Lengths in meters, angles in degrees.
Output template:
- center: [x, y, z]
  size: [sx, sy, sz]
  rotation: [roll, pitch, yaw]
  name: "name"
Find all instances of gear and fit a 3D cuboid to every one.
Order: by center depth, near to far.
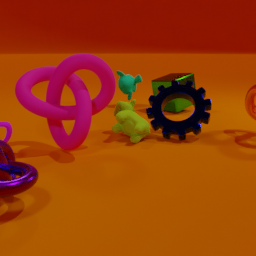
- center: [1.196, -0.447, 6.643]
  size: [1.489, 1.489, 0.275]
  rotation: [5, -25, 17]
  name: "gear"

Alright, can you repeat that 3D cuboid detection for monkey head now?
- center: [0.053, -1.576, 9.848]
  size: [0.674, 1.118, 0.804]
  rotation: [-26, 4, -42]
  name: "monkey head"

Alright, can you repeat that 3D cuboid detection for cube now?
- center: [1.532, -1.199, 9.256]
  size: [1.019, 1.019, 1.019]
  rotation: [-25, 22, -32]
  name: "cube"

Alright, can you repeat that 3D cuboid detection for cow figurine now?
- center: [0.093, -0.195, 6.637]
  size: [1.152, 0.632, 1.133]
  rotation: [31, 31, 19]
  name: "cow figurine"

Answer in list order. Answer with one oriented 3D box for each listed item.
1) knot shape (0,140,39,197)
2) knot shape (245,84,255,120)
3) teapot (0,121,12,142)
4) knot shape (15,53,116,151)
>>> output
- center: [-1.763, 0.502, 3.786]
  size: [1.239, 0.573, 1.160]
  rotation: [37, -15, 6]
  name: "knot shape"
- center: [3.521, -0.333, 6.490]
  size: [1.468, 0.725, 1.569]
  rotation: [34, 7, -14]
  name: "knot shape"
- center: [-2.821, 0.300, 4.502]
  size: [1.899, 0.930, 1.181]
  rotation: [-17, 30, -12]
  name: "teapot"
- center: [-1.187, -0.449, 5.510]
  size: [1.914, 1.791, 0.884]
  rotation: [-5, -4, 7]
  name: "knot shape"
